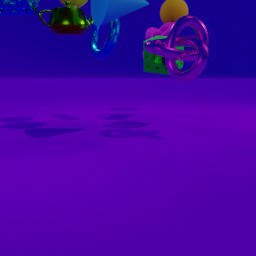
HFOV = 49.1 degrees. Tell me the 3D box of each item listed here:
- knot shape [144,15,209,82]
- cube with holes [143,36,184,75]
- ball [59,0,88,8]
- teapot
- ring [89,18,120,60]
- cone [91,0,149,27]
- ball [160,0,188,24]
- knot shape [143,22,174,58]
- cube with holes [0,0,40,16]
[{"bbox_3d":[1.363,-2.034,6.841,1.657,1.551,0.766,37,-15,21],"label":"knot shape"},{"bbox_3d":[1.039,-2.123,8.127,0.866,0.866,0.866,15,33,29],"label":"cube with holes"},{"bbox_3d":[-1.708,-4.288,8.667,1.076,1.076,1.076,0,11,0],"label":"ball"},{"bbox_3d":[-1.613,-3.062,7.847,1.803,0.883,1.121,-10,20,-32],"label":"teapot"},{"bbox_3d":[-0.821,-3.165,9.506,0.340,1.702,1.702,7,5,-36],"label":"ring"},{"bbox_3d":[-0.079,-3.160,6.939,1.356,1.351,1.351,-3,11,-24],"label":"cone"},{"bbox_3d":[1.880,-4.709,11.442,1.138,1.138,1.138,0,11,0],"label":"ball"},{"bbox_3d":[1.100,-3.015,9.648,0.715,1.448,1.547,31,-4,15],"label":"knot shape"},{"bbox_3d":[-2.828,-3.507,6.826,1.004,1.004,1.004,3,-22,10],"label":"cube with holes"}]
